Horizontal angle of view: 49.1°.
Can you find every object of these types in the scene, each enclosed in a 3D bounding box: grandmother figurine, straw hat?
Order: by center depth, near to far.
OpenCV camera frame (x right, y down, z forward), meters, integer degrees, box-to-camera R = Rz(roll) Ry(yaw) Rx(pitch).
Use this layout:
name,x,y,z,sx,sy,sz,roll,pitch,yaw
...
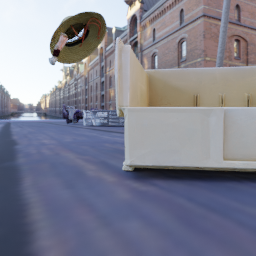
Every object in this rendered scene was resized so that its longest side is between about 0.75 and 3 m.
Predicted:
name,x,y,z,sx,sy,sz,roll,pitch,yaw
grandmother figurine,-2.315,-2.577,9.247,0.331,1.094,0.663,22,-3,3
straw hat,-1.991,-3.511,10.185,2.319,0.982,2.319,-31,-22,-14

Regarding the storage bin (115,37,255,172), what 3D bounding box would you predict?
name,x,y,z,sx,sy,sz,roll,pitch,yaw
storage bin,0.832,-0.173,2.063,1.640,0.769,1.629,1,4,8

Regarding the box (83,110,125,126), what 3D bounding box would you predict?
name,x,y,z,sx,sy,sz,roll,pitch,yaw
box,-0.221,-0.388,10.737,2.409,0.599,1.900,1,3,22

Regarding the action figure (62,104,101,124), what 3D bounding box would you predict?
name,x,y,z,sx,sy,sz,roll,pitch,yaw
action figure,-1.823,-0.615,13.755,2.649,0.919,1.724,3,-4,3
